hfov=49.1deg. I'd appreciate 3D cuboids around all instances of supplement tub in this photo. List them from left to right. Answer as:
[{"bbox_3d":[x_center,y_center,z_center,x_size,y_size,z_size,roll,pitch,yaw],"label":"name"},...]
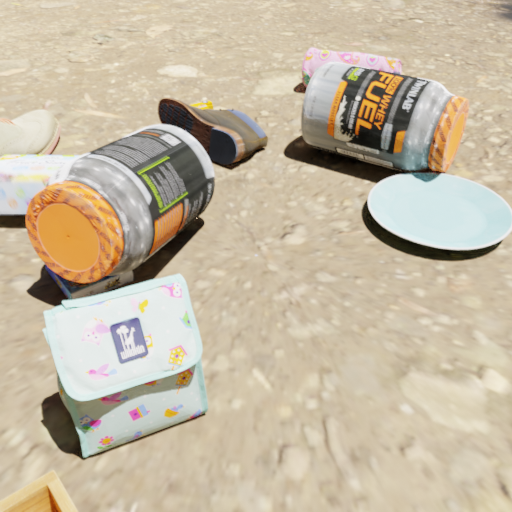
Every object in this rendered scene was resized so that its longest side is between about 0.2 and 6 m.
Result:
[{"bbox_3d":[-1.918,-0.826,8.332,1.730,1.730,2.823,13,29,17],"label":"supplement tub"},{"bbox_3d":[2.510,-2.699,11.065,2.919,1.789,1.789,20,41,25],"label":"supplement tub"}]

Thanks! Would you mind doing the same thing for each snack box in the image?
[{"bbox_3d":[-3.823,-1.298,9.956,1.945,0.658,1.641,2,25,1],"label":"snack box"}]

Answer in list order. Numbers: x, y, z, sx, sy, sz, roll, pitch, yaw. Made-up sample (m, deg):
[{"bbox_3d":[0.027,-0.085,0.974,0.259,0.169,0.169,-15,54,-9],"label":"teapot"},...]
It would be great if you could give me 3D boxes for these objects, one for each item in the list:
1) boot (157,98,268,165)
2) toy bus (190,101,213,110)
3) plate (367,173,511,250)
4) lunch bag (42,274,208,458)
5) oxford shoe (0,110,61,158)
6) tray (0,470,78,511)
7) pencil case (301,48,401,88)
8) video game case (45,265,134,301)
[{"bbox_3d":[-0.949,-2.736,12.032,2.527,0.944,1.225,36,38,27],"label":"boot"},{"bbox_3d":[-1.438,-3.396,13.237,0.948,0.308,0.371,-20,41,-24],"label":"toy bus"},{"bbox_3d":[3.153,-0.742,9.721,2.447,0.313,2.447,-1,38,0],"label":"plate"},{"bbox_3d":[-1.380,1.097,6.040,1.519,1.783,1.087,-15,39,-20],"label":"lunch bag"},{"bbox_3d":[-5.012,-2.334,11.057,1.165,1.215,3.291,8,37,13],"label":"oxford shoe"},{"bbox_3d":[-2.731,3.304,4.095,3.458,0.640,1.706,-27,45,-30],"label":"tray"},{"bbox_3d":[2.435,-4.631,14.289,2.506,1.095,1.095,14,39,17],"label":"pencil case"},{"bbox_3d":[-2.552,0.206,8.508,0.970,0.243,1.070,-25,44,-29],"label":"video game case"}]
